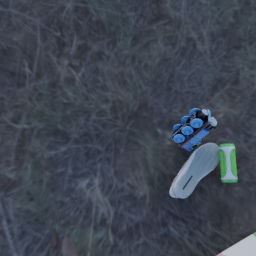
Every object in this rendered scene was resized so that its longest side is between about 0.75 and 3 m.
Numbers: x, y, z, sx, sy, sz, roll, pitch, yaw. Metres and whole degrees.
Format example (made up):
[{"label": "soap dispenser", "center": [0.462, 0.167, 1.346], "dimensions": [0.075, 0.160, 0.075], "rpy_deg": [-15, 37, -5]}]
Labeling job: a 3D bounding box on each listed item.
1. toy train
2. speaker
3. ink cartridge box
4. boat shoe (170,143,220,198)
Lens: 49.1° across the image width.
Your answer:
[{"label": "toy train", "center": [1.877, 0.035, 7.956], "dimensions": [0.820, 1.435, 0.622], "rpy_deg": [25, 43, -18]}, {"label": "speaker", "center": [2.824, 0.993, 7.902], "dimensions": [0.471, 0.471, 1.064], "rpy_deg": [0, 79, 0]}, {"label": "ink cartridge box", "center": [2.732, 3.838, 6.604], "dimensions": [2.819, 2.041, 1.184], "rpy_deg": [-27, 35, -7]}, {"label": "boat shoe", "center": [1.853, 1.181, 8.049], "dimensions": [2.041, 0.681, 0.751], "rpy_deg": [-39, 88, -26]}]
